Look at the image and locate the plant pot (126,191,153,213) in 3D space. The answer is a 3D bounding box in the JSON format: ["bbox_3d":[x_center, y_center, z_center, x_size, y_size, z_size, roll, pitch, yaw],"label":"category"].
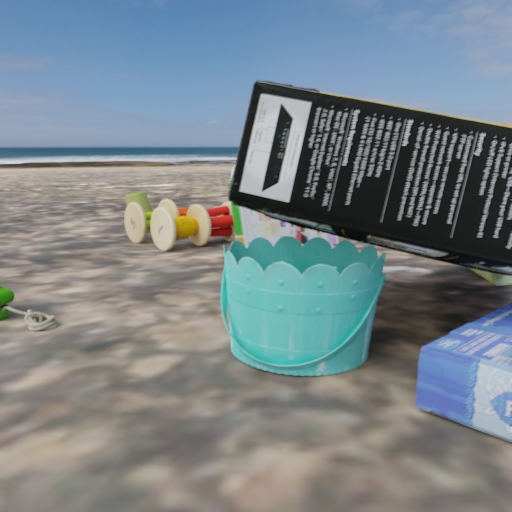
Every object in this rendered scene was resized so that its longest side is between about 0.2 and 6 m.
[{"bbox_3d":[-2.746,-1.163,13.102,0.697,0.641,0.697,-10,12,2],"label":"plant pot"}]

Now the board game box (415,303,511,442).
[{"bbox_3d":[2.866,0.866,3.984,2.453,0.535,2.465,12,17,43],"label":"board game box"}]

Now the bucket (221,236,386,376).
[{"bbox_3d":[0.405,0.406,5.143,1.510,0.982,1.510,1,10,0],"label":"bucket"}]

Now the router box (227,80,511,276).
[{"bbox_3d":[1.720,-0.553,6.032,3.111,1.065,4.172,14,3,10],"label":"router box"}]

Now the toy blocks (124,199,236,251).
[{"bbox_3d":[-1.193,-0.700,11.154,2.251,0.818,1.876,-9,15,-39],"label":"toy blocks"}]

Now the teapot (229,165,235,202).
[{"bbox_3d":[0.309,-2.169,17.047,2.008,1.486,2.035,-36,44,-14],"label":"teapot"}]

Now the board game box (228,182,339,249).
[{"bbox_3d":[0.487,-0.655,9.491,1.764,1.350,0.356,-4,-11,-23],"label":"board game box"}]

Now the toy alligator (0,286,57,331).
[{"bbox_3d":[-3.216,0.354,6.263,2.411,0.654,0.715,5,12,22],"label":"toy alligator"}]

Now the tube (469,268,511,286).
[{"bbox_3d":[3.331,0.142,8.178,0.352,0.315,1.213,-40,29,4],"label":"tube"}]

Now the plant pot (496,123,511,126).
[{"bbox_3d":[3.643,-1.389,7.877,0.808,0.902,0.902,-3,11,-29],"label":"plant pot"}]
